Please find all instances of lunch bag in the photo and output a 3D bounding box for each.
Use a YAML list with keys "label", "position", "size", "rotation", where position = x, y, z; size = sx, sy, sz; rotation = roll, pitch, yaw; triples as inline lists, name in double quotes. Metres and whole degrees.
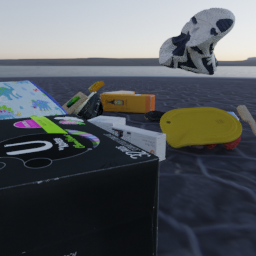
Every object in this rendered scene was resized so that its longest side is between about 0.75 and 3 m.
- label: "lunch bag"
  position: [-2.008, 0.086, 5.359]
  size: [2.042, 1.301, 1.736]
  rotation: [36, 25, 16]

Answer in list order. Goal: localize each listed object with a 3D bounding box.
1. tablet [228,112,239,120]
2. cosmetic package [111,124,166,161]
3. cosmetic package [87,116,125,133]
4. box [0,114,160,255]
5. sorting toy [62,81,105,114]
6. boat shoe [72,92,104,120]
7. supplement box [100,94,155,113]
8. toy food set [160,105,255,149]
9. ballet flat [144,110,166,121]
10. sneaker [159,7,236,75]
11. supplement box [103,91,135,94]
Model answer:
- label: "tablet"
  position: [3.377, -0.435, 10.171]
  size: [1.038, 0.109, 1.596]
  rotation: [3, 12, 13]
- label: "cosmetic package"
  position: [0.185, 0.303, 5.974]
  size: [1.323, 0.546, 0.335]
  rotation: [12, 20, 44]
- label: "cosmetic package"
  position: [-0.577, -0.011, 7.461]
  size: [0.797, 0.490, 0.794]
  rotation: [7, 15, 22]
- label: "box"
  position: [-0.880, 0.673, 2.677]
  size: [1.528, 1.279, 2.057]
  rotation: [-7, 15, -28]
- label: "sorting toy"
  position: [-1.737, -0.851, 8.926]
  size: [2.135, 0.286, 1.591]
  rotation: [-41, 19, -6]
- label: "boat shoe"
  position: [-1.257, -0.694, 9.906]
  size: [0.809, 0.912, 2.439]
  rotation: [39, 9, -7]
- label: "supplement box"
  position: [-0.031, -1.028, 11.404]
  size: [2.166, 0.721, 0.745]
  rotation: [4, 13, 15]
- label: "toy food set"
  position: [1.848, 0.146, 6.576]
  size: [2.267, 0.740, 1.334]
  rotation: [-3, 37, -6]
- label: "ballet flat"
  position: [1.170, -0.350, 9.525]
  size: [1.266, 0.421, 0.360]
  rotation: [5, -29, 18]
- label: "sneaker"
  position: [2.508, -2.518, 8.769]
  size: [1.866, 1.144, 2.867]
  rotation: [12, -24, -30]
- label: "supplement box"
  position: [-0.449, -1.532, 14.009]
  size: [0.916, 0.534, 1.453]
  rotation: [11, 17, 39]
